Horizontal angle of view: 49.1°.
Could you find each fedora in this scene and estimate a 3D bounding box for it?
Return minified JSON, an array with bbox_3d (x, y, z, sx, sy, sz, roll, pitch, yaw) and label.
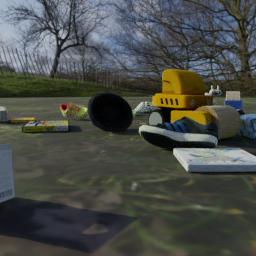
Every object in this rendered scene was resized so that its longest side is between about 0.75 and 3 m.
[{"bbox_3d":[-0.737,-0.463,10.360,1.785,1.785,0.815,-5,-21,-30],"label":"fedora"}]

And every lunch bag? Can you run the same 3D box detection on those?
[{"bbox_3d":[4.201,-0.086,8.770,1.237,0.788,1.052,-10,9,-4],"label":"lunch bag"}]

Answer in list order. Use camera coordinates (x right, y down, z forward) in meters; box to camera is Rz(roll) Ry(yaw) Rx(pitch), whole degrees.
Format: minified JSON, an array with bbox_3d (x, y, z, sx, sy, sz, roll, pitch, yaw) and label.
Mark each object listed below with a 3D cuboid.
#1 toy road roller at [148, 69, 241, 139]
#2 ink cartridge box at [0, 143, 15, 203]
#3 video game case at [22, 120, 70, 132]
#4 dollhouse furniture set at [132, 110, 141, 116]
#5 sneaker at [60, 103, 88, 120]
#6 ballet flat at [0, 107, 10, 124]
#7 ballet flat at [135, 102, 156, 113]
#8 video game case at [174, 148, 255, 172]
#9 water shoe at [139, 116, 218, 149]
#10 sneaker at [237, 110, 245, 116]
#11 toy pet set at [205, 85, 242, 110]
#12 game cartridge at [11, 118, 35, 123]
[{"bbox_3d":[2.030,-0.820,8.966,1.772,2.105,2.883,-6,11,-38],"label":"toy road roller"},{"bbox_3d":[-1.914,0.639,3.576,0.203,0.801,0.909,5,9,33],"label":"ink cartridge box"},{"bbox_3d":[-3.069,-0.082,10.713,1.646,0.232,1.821,-2,7,-13],"label":"video game case"},{"bbox_3d":[-0.227,-1.114,15.364,1.247,0.963,2.495,3,9,20],"label":"dollhouse furniture set"},{"bbox_3d":[-2.644,-0.869,13.647,1.679,0.758,0.656,3,52,26],"label":"sneaker"},{"bbox_3d":[-5.845,-0.650,13.077,0.697,0.688,2.047,-4,9,-28],"label":"ballet flat"},{"bbox_3d":[1.077,-1.361,18.133,0.762,0.762,2.125,6,11,35],"label":"ballet flat"},{"bbox_3d":[1.846,0.635,5.823,1.564,0.172,1.426,0,8,-1],"label":"video game case"},{"bbox_3d":[1.258,0.100,7.020,1.917,0.756,0.685,10,-33,15],"label":"water shoe"},{"bbox_3d":[3.508,-0.239,10.697,2.145,0.826,0.911,1,-10,-27],"label":"sneaker"},{"bbox_3d":[5.121,-1.181,15.828,2.385,1.356,2.554,3,-24,18],"label":"toy pet set"},{"bbox_3d":[-4.870,-0.375,13.031,0.988,0.160,0.871,-3,9,-15],"label":"game cartridge"}]
